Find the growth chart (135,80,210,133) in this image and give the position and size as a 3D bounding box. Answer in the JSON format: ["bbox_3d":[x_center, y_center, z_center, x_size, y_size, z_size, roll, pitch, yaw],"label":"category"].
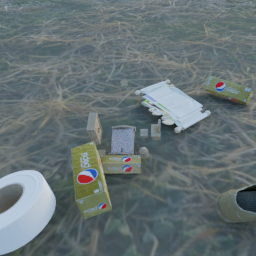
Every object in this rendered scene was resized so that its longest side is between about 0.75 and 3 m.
[{"bbox_3d":[1.439,-0.845,9.548,1.910,0.234,2.639,-19,45,-26],"label":"growth chart"}]

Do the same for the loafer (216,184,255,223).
[{"bbox_3d":[3.079,1.528,5.896,2.336,0.788,0.888,-12,70,-5],"label":"loafer"}]

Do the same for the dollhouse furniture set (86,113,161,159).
[{"bbox_3d":[-0.089,0.231,7.495,1.911,0.846,0.990,0,57,6],"label":"dollhouse furniture set"}]

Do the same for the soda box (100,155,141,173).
[{"bbox_3d":[-0.198,0.938,7.240,1.059,0.359,0.339,0,34,0],"label":"soda box"}]

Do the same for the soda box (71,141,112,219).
[{"bbox_3d":[-0.857,1.073,6.223,0.610,0.577,1.801,-18,32,-4],"label":"soda box"}]

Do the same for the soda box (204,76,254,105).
[{"bbox_3d":[3.585,-1.360,10.037,1.597,0.511,0.541,27,7,29],"label":"soda box"}]

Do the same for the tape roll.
[{"bbox_3d":[-2.362,1.620,5.624,1.712,0.599,1.712,-15,30,9],"label":"tape roll"}]
